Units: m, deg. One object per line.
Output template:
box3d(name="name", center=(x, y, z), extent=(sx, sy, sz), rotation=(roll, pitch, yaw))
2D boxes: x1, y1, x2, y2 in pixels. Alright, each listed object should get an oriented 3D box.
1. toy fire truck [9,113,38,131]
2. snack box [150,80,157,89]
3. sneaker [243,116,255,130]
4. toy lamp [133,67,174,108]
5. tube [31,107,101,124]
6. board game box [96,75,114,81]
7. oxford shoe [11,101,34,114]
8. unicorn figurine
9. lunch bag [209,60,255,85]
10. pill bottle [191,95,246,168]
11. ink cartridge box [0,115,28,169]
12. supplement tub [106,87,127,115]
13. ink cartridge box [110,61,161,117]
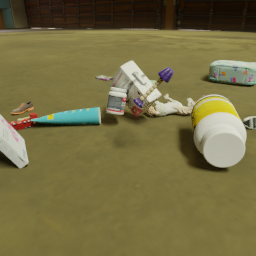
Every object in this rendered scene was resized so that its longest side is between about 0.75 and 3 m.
box3d(name="toy fire truck", center=(-3.991, -0.244, 10.745), extent=(1.158, 0.282, 0.817), rotation=(-15, 28, -29))
box3d(name="snack box", center=(0.400, -2.035, 14.360), extent=(1.450, 0.540, 2.039), rotation=(14, 28, 29))
box3d(name="sneaker", center=(4.896, -0.244, 10.614), extent=(1.353, 0.509, 0.549), rotation=(-4, 12, -16))
box3d(name="toy lamp", center=(0.735, -1.156, 7.944), extent=(0.402, 1.382, 0.402), rotation=(37, 22, -17))
box3d(name="tube", center=(-2.332, -0.391, 10.771), extent=(2.533, 0.638, 0.981), rotation=(-4, 1, -2))
box3d(name="board game box", center=(-1.427, -3.050, 17.107), extent=(0.963, 0.155, 0.578), rotation=(18, 26, 35))
box3d(name="oxford shoe", center=(-4.552, -0.875, 12.004), extent=(0.380, 0.388, 1.065), rotation=(15, 29, 30))
box3d(name="unicorn figurine", center=(1.816, -0.943, 11.806), extent=(2.282, 0.843, 1.567), rotation=(-24, 38, -12))
box3d(name="lunch bag", center=(6.346, -3.307, 16.505), extent=(2.828, 1.090, 2.268), rotation=(12, 25, 25))
box3d(name="pill bottle", center=(2.753, 0.046, 8.638), extent=(1.492, 1.492, 2.682), rotation=(4, 24, 8))
box3d(name="ink cartridge box", center=(-3.635, 0.206, 8.228), extent=(0.360, 1.660, 1.630), rotation=(-36, 33, -6))
box3d(name="supplement tub", center=(-0.424, -0.998, 10.476), extent=(0.678, 0.965, 0.678), rotation=(10, 9, -2))
box3d(name="ink cartridge box", center=(0.247, -1.496, 10.810), extent=(0.746, 1.282, 1.760), rotation=(-34, 82, -34))
